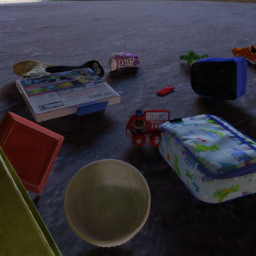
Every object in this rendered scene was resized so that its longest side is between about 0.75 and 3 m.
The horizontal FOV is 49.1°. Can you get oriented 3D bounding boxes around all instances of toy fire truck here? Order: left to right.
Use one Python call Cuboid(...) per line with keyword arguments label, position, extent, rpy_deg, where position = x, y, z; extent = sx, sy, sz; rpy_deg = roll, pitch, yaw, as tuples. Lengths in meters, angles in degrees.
Cuboid(label="toy fire truck", position=(0.505, -0.066, 7.305), extent=(1.127, 0.946, 0.632), rpy_deg=(1, 29, 2))

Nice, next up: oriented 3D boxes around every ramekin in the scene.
Cuboid(label="ramekin", position=(-0.333, 1.302, 4.702), extent=(1.388, 0.729, 1.388), rpy_deg=(0, 55, 0))

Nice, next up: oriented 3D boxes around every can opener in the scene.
Cuboid(label="can opener", position=(-2.050, -2.162, 11.169), extent=(2.643, 0.838, 1.039), rpy_deg=(-21, -2, -43))

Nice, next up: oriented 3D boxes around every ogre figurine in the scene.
Cuboid(label="ogre figurine", position=(3.085, -3.407, 13.521), extent=(1.424, 0.699, 0.854), rpy_deg=(30, 27, 23))

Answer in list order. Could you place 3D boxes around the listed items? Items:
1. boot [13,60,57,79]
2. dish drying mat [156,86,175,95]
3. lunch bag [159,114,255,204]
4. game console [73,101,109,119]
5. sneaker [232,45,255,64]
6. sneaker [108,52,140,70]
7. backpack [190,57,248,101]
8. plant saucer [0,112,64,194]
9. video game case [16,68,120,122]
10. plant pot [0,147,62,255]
Cuboid(label="boot", position=(-3.888, -2.071, 11.073), extent=(2.130, 0.768, 1.647), rpy_deg=(8, 31, 9))
Cuboid(label="dish drying mat", position=(1.428, -1.429, 10.613), extent=(0.324, 0.077, 0.844), rpy_deg=(23, 37, 33))
Cuboid(label="lunch bag", position=(1.876, 0.532, 6.301), extent=(1.836, 0.941, 2.284), rpy_deg=(-8, 31, -19))
Cuboid(label="game console", position=(-1.228, -0.717, 8.795), extent=(1.006, 0.595, 0.859), rpy_deg=(-15, 42, -27))
Cuboid(label="sneaker", position=(6.108, -3.856, 14.216), extent=(0.749, 0.791, 2.052), rpy_deg=(-14, 31, -20))
Cuboid(label="sneaker", position=(-0.090, -3.089, 12.953), extent=(1.116, 0.709, 1.957), rpy_deg=(17, 34, 22))
Cuboid(label="backpack", position=(3.209, -1.771, 9.916), extent=(1.789, 1.454, 1.501), rpy_deg=(10, 23, 40))
Cuboid(label="plant saucer", position=(-2.035, 0.510, 5.546), extent=(1.295, 1.298, 0.238), rpy_deg=(29, -17, -28))
Cuboid(label="video game case", position=(-2.052, -1.232, 9.397), extent=(2.767, 0.318, 2.522), rpy_deg=(-16, 40, -26))
Cuboid(label="plant pot", position=(-2.170, 1.729, 3.134), extent=(2.543, 2.379, 2.379), rpy_deg=(-30, 39, -22))
